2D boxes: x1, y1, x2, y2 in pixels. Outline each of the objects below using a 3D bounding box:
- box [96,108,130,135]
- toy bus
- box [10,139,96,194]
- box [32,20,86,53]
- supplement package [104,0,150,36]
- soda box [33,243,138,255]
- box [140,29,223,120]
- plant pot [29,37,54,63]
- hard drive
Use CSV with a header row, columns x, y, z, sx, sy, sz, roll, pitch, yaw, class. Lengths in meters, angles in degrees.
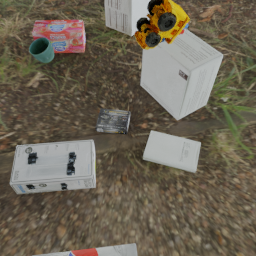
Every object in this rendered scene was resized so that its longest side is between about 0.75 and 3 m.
x,y,z,sx,sy,sz,roll,pitch,yaw,class
-0.496,-0.230,9.484,1.064,0.257,0.843,6,52,4,box
0.957,-2.567,7.147,1.214,1.264,0.858,5,48,-40,toy bus
-2.091,1.121,8.154,2.275,0.684,1.327,-5,52,-4,box
-2.865,-3.855,11.846,2.021,1.037,0.957,-1,52,-2,box
0.347,-5.941,12.760,1.514,2.126,2.730,30,57,22,supplement package
-0.945,3.256,6.403,2.386,0.815,0.757,-5,52,-3,soda box
1.676,-1.922,9.552,1.464,2.239,2.228,-27,57,-22,box
-3.413,-3.082,11.355,0.891,0.715,0.891,-7,62,14,plant pot
1.384,0.712,8.772,1.631,0.214,1.076,13,53,10,hard drive
